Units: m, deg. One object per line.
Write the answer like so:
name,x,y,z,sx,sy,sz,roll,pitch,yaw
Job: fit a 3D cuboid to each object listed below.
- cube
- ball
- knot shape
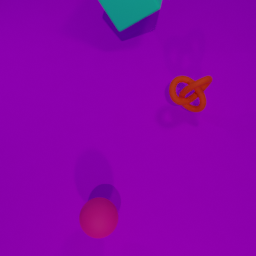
cube,0.049,-3.529,7.193,1.255,1.255,1.255,-20,36,29
ball,-0.574,1.769,5.534,0.772,0.772,0.772,0,66,0
knot shape,1.441,-0.860,6.667,1.003,1.072,0.495,9,38,-15
